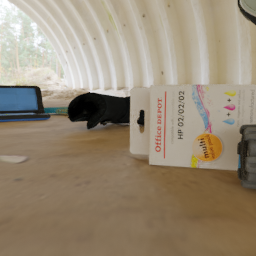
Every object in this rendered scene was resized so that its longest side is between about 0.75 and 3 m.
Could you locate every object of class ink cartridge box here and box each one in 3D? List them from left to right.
[{"bbox_3d":[0.815,-0.041,3.554,1.752,1.009,0.595,2,7,14],"label":"ink cartridge box"}]

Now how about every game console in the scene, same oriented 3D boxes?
[{"bbox_3d":[-4.076,-0.943,10.099,2.180,1.290,1.861,-4,7,-28],"label":"game console"}]

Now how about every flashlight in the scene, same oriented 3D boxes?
[{"bbox_3d":[1.990,0.288,2.485,1.874,0.634,0.637,0,7,13],"label":"flashlight"}]

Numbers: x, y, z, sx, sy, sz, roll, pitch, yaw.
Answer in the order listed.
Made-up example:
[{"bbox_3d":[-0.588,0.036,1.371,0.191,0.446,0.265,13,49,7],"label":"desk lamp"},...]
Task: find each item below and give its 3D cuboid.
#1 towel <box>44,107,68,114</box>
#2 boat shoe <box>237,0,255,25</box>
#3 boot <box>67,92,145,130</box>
[{"bbox_3d":[-2.225,-0.743,12.722,2.917,0.316,2.139,5,9,30],"label":"towel"},{"bbox_3d":[4.144,-2.873,7.453,2.689,1.017,0.811,40,15,2],"label":"boat shoe"},{"bbox_3d":[-0.089,-0.489,7.413,2.499,0.954,2.100,-4,0,28],"label":"boot"}]
